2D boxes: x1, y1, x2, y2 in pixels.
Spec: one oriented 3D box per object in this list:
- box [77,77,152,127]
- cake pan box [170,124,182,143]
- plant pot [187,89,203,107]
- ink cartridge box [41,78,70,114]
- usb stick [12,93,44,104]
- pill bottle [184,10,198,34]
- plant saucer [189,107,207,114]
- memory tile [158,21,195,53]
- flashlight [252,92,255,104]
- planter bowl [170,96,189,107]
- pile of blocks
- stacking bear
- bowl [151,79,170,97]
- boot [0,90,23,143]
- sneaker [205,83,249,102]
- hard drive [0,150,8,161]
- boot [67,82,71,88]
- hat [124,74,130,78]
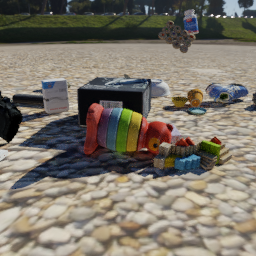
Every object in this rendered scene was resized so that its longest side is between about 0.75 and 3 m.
[{"bbox_3d":[-0.439,-1.104,11.536,2.557,1.585,2.514,4,20,10],"label":"box"},{"bbox_3d":[1.182,0.199,9.896,1.194,0.312,1.100,-3,19,-7],"label":"cake pan box"},{"bbox_3d":[3.238,-1.377,13.449,0.781,0.781,0.715,3,37,8],"label":"plant pot"},{"bbox_3d":[-3.262,-1.456,12.603,1.031,1.426,0.601,-11,22,-26],"label":"ink cartridge box"},{"bbox_3d":[-4.407,-1.438,13.902,2.696,0.439,0.747,4,22,12],"label":"usb stick"},{"bbox_3d":[2.915,-4.909,13.052,0.594,1.059,0.594,-12,11,2],"label":"pill bottle"},{"bbox_3d":[3.157,-0.774,12.657,0.804,0.110,0.804,-1,21,0],"label":"plant saucer"},{"bbox_3d":[2.152,-4.017,12.315,1.482,0.124,1.136,33,70,2],"label":"memory tile"},{"bbox_3d":[6.703,-1.209,12.809,0.724,0.722,2.132,41,1,-36],"label":"flashlight"},{"bbox_3d":[2.477,-1.240,13.503,0.872,0.363,0.872,0,22,0],"label":"planter bowl"},{"bbox_3d":[1.936,0.660,8.086,2.432,0.756,0.998,-8,22,-17],"label":"pile of blocks"},{"bbox_3d":[0.094,0.136,8.762,2.564,1.557,1.458,10,22,4],"label":"stacking bear"},{"bbox_3d":[1.571,-2.315,15.738,1.682,0.756,1.682,1,21,0],"label":"bowl"},{"bbox_3d":[-4.692,-0.252,9.550,2.019,2.464,0.912,36,33,7],"label":"boot"},{"bbox_3d":[5.134,-1.686,14.268,2.407,0.911,0.927,-4,48,-16],"label":"sneaker"},{"bbox_3d":[-4.462,0.859,8.364,1.374,0.183,0.906,4,22,10],"label":"hard drive"},{"bbox_3d":[-4.257,-2.571,16.761,1.454,0.525,1.098,20,25,37],"label":"boot"},{"bbox_3d":[0.121,-2.050,14.901,0.698,1.731,1.731,-38,16,14],"label":"hat"}]
